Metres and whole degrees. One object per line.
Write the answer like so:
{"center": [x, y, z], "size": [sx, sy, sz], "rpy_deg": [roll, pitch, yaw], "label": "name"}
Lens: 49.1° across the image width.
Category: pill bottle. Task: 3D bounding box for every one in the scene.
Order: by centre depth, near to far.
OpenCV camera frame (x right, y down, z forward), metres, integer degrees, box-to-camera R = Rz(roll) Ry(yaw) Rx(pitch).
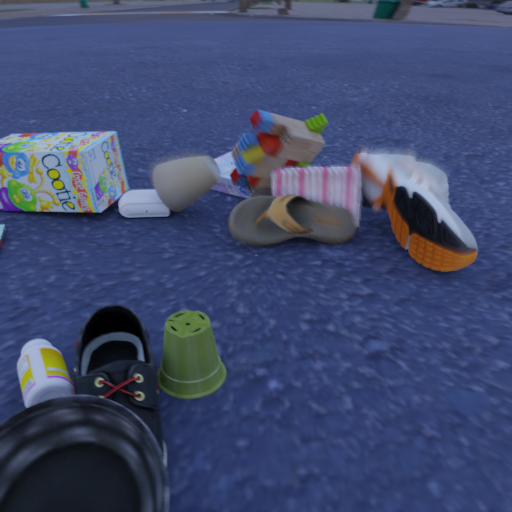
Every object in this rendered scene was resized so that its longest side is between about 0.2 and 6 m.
{"center": [-2.696, 1.518, 7.108], "size": [0.573, 0.573, 1.100], "rpy_deg": [-14, 32, -24], "label": "pill bottle"}

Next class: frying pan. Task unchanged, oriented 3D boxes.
{"center": [-1.109, 2.308, 4.899], "size": [3.611, 0.588, 2.184], "rpy_deg": [-2, 53, 9], "label": "frying pan"}

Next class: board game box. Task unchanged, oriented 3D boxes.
{"center": [-4.368, -1.826, 12.146], "size": [2.650, 1.390, 1.365], "rpy_deg": [2, 29, 16], "label": "board game box"}
{"center": [-0.181, -2.042, 13.790], "size": [2.035, 0.420, 2.040], "rpy_deg": [18, 33, 30], "label": "board game box"}

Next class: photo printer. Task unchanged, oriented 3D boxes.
{"center": [-2.414, -1.151, 12.184], "size": [1.116, 0.388, 0.929], "rpy_deg": [-2, 26, -2], "label": "photo printer"}

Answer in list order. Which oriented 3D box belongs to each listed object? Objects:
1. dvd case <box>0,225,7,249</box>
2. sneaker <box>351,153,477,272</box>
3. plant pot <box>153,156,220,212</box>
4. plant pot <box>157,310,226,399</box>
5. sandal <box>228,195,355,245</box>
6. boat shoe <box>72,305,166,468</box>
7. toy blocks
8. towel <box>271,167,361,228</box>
{"center": [-5.398, -0.228, 10.761], "size": [0.983, 0.148, 1.346], "rpy_deg": [-7, 30, -13], "label": "dvd case"}
{"center": [3.228, -1.086, 10.618], "size": [1.592, 1.310, 3.461], "rpy_deg": [-14, 42, -17], "label": "sneaker"}
{"center": [-1.376, -1.633, 11.748], "size": [1.155, 1.081, 1.081], "rpy_deg": [-20, 20, 25], "label": "plant pot"}
{"center": [-0.878, 1.219, 7.335], "size": [0.934, 0.887, 0.934], "rpy_deg": [-1, 28, 0], "label": "plant pot"}
{"center": [0.730, -0.744, 10.667], "size": [2.499, 0.675, 1.004], "rpy_deg": [2, 69, -6], "label": "sandal"}
{"center": [-1.671, 1.656, 6.554], "size": [1.068, 0.914, 2.918], "rpy_deg": [-4, 30, -14], "label": "boat shoe"}
{"center": [0.235, -1.947, 11.173], "size": [1.538, 2.250, 1.124], "rpy_deg": [5, 49, -33], "label": "toy blocks"}
{"center": [1.195, -1.117, 11.119], "size": [1.747, 1.278, 0.261], "rpy_deg": [-2, 24, 3], "label": "towel"}
